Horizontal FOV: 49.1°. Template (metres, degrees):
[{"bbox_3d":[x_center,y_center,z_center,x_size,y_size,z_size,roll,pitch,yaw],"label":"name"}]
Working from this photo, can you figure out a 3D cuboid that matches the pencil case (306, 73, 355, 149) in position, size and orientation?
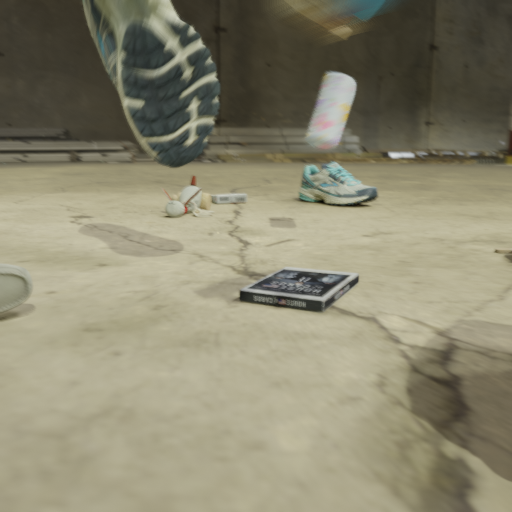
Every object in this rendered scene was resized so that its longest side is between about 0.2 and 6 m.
[{"bbox_3d":[1.334,-2.614,10.115,0.607,1.338,0.556,13,-6,29],"label":"pencil case"}]

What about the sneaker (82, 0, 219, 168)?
[{"bbox_3d":[-1.503,-2.757,7.601,1.287,3.317,1.432,-18,1,-22],"label":"sneaker"}]

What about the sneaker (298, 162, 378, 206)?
[{"bbox_3d":[2.278,-2.104,16.233,1.085,1.207,2.796,-10,16,-41],"label":"sneaker"}]

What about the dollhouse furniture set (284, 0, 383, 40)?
[{"bbox_3d":[1.148,-1.970,3.625,1.058,1.510,1.064,1,43,-49],"label":"dollhouse furniture set"}]

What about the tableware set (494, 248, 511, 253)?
[{"bbox_3d":[5.247,-0.171,8.498,2.636,0.528,1.742,-1,12,-4],"label":"tableware set"}]

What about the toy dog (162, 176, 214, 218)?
[{"bbox_3d":[-1.735,-1.525,14.126,1.263,0.923,1.916,-2,12,-8],"label":"toy dog"}]

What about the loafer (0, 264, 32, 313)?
[{"bbox_3d":[-3.025,0.473,5.277,1.773,0.620,0.619,-15,18,-25],"label":"loafer"}]

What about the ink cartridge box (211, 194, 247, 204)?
[{"bbox_3d":[-0.897,-1.708,16.855,0.946,0.292,1.166,-5,4,-19],"label":"ink cartridge box"}]

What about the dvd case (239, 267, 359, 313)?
[{"bbox_3d":[0.555,0.376,6.749,1.030,0.169,1.370,5,12,25],"label":"dvd case"}]
